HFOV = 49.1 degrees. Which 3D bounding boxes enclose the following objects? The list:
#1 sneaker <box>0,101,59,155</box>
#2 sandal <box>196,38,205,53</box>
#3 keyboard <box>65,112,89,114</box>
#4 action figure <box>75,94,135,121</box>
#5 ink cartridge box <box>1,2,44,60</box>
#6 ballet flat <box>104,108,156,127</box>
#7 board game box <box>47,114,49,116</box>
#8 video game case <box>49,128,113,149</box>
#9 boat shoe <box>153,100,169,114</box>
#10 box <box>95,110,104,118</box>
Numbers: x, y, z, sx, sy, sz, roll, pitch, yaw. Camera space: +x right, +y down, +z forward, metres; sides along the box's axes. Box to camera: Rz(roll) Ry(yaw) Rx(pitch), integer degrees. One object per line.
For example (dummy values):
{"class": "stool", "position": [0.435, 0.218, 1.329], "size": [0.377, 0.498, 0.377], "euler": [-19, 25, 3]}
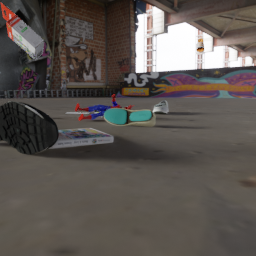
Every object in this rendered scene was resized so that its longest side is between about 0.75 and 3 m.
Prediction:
{"class": "sneaker", "position": [-2.216, -0.162, 6.283], "size": [2.789, 1.056, 1.221], "euler": [7, 16, 41]}
{"class": "sandal", "position": [2.952, -3.450, 11.507], "size": [0.347, 0.905, 0.259], "euler": [-6, -37, 20]}
{"class": "keyboard", "position": [-2.745, -0.808, 15.215], "size": [1.291, 0.069, 0.363], "euler": [1, 8, 11]}
{"class": "action figure", "position": [-0.816, -0.939, 12.125], "size": [2.600, 0.848, 1.287], "euler": [-5, -29, -38]}
{"class": "ink cartridge box", "position": [-3.879, -3.400, 9.963], "size": [1.915, 0.482, 1.043], "euler": [42, -20, -7]}
{"class": "ballet flat", "position": [0.087, -0.327, 10.052], "size": [1.974, 0.686, 0.686], "euler": [6, 9, 26]}
{"class": "board game box", "position": [-4.159, -0.520, 12.651], "size": [1.023, 0.177, 0.693], "euler": [-4, 9, -27]}
{"class": "video game case", "position": [-1.396, 0.224, 7.051], "size": [1.537, 0.200, 1.688], "euler": [-4, 8, -26]}
{"class": "boat shoe", "position": [1.840, -1.142, 15.352], "size": [0.787, 0.685, 2.136], "euler": [3, 8, 18]}
{"class": "box", "position": [-0.932, -0.709, 13.582], "size": [1.082, 0.299, 1.351], "euler": [-3, 8, -22]}
